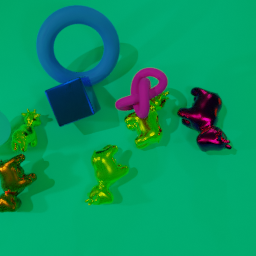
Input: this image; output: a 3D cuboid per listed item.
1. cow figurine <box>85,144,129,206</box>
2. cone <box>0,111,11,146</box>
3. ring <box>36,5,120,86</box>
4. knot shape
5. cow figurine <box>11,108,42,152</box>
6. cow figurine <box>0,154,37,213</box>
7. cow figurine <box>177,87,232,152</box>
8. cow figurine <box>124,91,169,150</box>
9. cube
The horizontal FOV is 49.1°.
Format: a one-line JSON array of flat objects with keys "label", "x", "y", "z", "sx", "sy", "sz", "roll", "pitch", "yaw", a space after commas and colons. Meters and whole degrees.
[{"label": "cow figurine", "x": -0.578, "y": 1.080, "z": 6.272, "sx": 1.191, "sy": 0.664, "sz": 1.210, "roll": -31, "pitch": 102, "yaw": -22}, {"label": "cone", "x": -3.444, "y": 0.323, "z": 6.214, "sx": 1.296, "sy": 1.301, "sz": 1.296, "roll": 23, "pitch": 40, "yaw": -21}, {"label": "ring", "x": -1.169, "y": -1.890, "z": 6.741, "sx": 1.986, "sy": 1.986, "sz": 0.397, "roll": -15, "pitch": 36, "yaw": -5}, {"label": "knot shape", "x": 0.344, "y": -0.813, "z": 6.090, "sx": 0.594, "sy": 1.286, "sz": 1.204, "roll": 39, "pitch": 76, "yaw": -18}, {"label": "cow figurine", "x": -2.405, "y": 0.031, "z": 6.641, "sx": 0.509, "sy": 0.927, "sz": 0.913, "roll": 5, "pitch": 103, "yaw": 10}, {"label": "cow figurine", "x": -2.622, "y": 1.260, "z": 6.186, "sx": 1.139, "sy": 0.636, "sz": 1.158, "roll": -29, "pitch": 94, "yaw": -1}, {"label": "cow figurine", "x": 1.884, "y": -0.187, "z": 6.496, "sx": 1.431, "sy": 0.798, "sz": 1.454, "roll": 24, "pitch": 76, "yaw": 35}, {"label": "cow figurine", "x": 0.572, "y": -0.251, "z": 6.736, "sx": 1.293, "sy": 0.721, "sz": 1.314, "roll": -25, "pitch": 67, "yaw": -2}, {"label": "cube", "x": -1.242, "y": -0.632, "z": 6.497, "sx": 0.870, "sy": 0.870, "sz": 0.870, "roll": -20, "pitch": 99, "yaw": 8}]
